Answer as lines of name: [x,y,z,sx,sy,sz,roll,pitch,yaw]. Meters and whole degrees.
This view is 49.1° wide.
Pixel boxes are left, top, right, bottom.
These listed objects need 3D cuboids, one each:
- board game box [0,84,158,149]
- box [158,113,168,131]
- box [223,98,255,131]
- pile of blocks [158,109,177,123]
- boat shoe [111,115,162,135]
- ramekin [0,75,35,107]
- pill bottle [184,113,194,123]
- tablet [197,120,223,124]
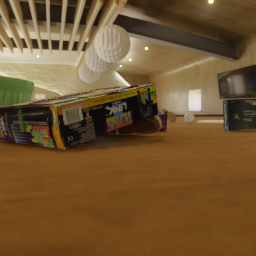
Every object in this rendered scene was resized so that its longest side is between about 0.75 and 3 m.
board game box: [-0.886,-0.295,5.201,1.930,0.662,2.335,1,15,42]
box: [-0.401,-0.276,8.002,2.550,0.499,1.745,2,7,-21]
box: [3.220,-0.380,7.879,1.116,0.880,0.285,-3,3,-16]
pile of blocks: [1.836,-0.634,14.745,1.724,0.708,0.536,2,4,34]
boat shoe: [-0.058,-0.050,6.302,1.685,0.622,0.623,4,33,38]
ramekin: [-3.536,-0.495,6.516,2.583,1.262,2.583,1,3,0]
pill bottle: [3.199,-0.537,14.629,0.520,0.520,0.909,1,3,13]
tablet: [4.694,-0.296,13.694,2.226,0.152,1.448,2,4,39]
